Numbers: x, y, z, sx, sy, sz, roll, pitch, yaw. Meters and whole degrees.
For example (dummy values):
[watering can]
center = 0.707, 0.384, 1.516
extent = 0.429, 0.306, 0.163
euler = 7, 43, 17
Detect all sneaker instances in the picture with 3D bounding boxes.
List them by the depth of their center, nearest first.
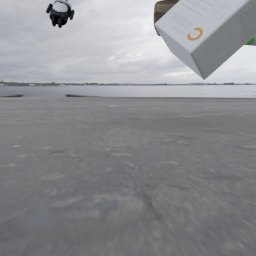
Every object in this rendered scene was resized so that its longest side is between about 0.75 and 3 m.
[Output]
[sneaker]
center = 2.091, -3.693, 9.271
extent = 2.799, 1.057, 0.986
euler = -10, 39, -16

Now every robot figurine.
[robot figurine]
center = -2.724, -4.658, 11.285
extent = 0.751, 1.203, 0.904
euler = -5, -25, 45

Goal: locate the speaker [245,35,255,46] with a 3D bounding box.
[speaker]
center = 3.762, -3.429, 9.752
extent = 1.022, 1.022, 2.311
euler = -7, 22, -44

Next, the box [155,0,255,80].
[box]
center = 2.246, -2.772, 7.049
extent = 1.242, 2.548, 1.585
euler = 39, 12, -52
